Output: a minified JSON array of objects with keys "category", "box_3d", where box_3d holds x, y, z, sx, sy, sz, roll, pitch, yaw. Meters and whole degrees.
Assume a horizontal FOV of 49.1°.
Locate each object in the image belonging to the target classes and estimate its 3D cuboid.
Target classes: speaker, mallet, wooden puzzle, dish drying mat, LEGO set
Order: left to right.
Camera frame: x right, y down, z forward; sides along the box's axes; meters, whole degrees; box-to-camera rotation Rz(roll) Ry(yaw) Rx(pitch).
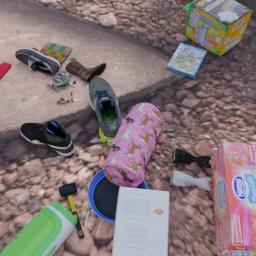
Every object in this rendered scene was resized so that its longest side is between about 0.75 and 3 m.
[{"category":"dish drying mat","box_3d":[-5.482,-2.269,11.820,0.518,0.123,1.348,16,58,11]},{"category":"speaker","box_3d":[-2.526,3.192,7.434,1.108,1.108,2.505,31,61,20]},{"category":"wooden puzzle","box_3d":[-3.341,-3.285,12.502,2.153,0.151,1.277,17,57,12]},{"category":"LEGO set","box_3d":[-2.610,-1.772,11.235,1.145,0.500,1.763,-26,59,-17]},{"category":"mallet","box_3d":[-1.556,2.435,8.459,0.563,0.352,1.710,-22,63,-19]}]

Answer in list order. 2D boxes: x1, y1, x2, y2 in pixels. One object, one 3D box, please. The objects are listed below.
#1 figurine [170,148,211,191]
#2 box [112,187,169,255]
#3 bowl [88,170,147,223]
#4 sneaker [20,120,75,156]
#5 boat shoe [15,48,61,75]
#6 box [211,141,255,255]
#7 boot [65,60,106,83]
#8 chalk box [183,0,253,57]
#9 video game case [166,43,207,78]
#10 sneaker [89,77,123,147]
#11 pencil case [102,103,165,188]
[{"category":"figurine","box_3d":[2.068,1.373,9.057,1.286,0.567,1.318,9,56,1]},{"category":"box","box_3d":[0.309,2.784,7.410,1.354,1.061,2.177,6,67,-1]},{"category":"bowl","box_3d":[-0.316,2.041,8.663,1.832,0.360,1.832,0,55,0]},{"category":"sneaker","box_3d":[-2.815,0.060,9.506,2.201,1.231,0.804,21,58,14]},{"category":"boat shoe","box_3d":[-3.909,-2.760,11.779,2.092,0.760,0.656,19,54,7]},{"category":"box","box_3d":[3.351,2.027,8.019,1.539,1.419,2.998,6,55,4]},{"category":"boot","box_3d":[-1.812,-2.612,11.900,1.395,0.448,1.300,32,59,26]},{"category":"chalk box","box_3d":[3.750,-4.874,12.685,1.711,1.702,2.750,-35,61,-20]},{"category":"video game case","box_3d":[2.595,-3.006,12.303,1.265,0.157,1.767,22,58,15]},{"category":"sneaker","box_3d":[-0.773,-0.862,10.159,1.107,1.213,2.997,-16,57,-11]},{"category":"pencil case","box_3d":[0.257,0.501,8.995,1.289,1.233,2.979,-3,41,31]}]
